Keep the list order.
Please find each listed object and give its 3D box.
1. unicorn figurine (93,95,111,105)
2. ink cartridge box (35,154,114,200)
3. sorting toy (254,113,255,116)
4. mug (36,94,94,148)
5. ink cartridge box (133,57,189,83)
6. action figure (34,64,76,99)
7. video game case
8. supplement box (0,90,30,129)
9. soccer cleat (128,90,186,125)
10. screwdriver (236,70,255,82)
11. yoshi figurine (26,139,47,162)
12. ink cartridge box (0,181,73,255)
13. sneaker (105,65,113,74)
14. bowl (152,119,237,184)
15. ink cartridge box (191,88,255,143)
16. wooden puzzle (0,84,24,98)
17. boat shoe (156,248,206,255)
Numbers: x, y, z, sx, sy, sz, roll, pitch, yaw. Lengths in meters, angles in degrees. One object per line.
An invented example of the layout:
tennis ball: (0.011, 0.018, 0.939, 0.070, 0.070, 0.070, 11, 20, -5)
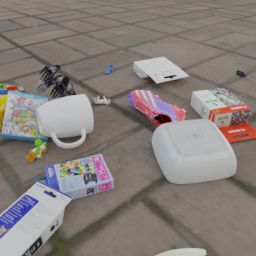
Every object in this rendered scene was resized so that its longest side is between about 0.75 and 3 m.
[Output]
unicorn figurine: (-1.104, -1.224, 12.518, 0.856, 0.316, 0.588, -16, 45, 3)
ink cartridge box: (-1.642, 1.529, 8.400, 2.177, 0.457, 1.299, -14, 37, -16)
sorting toy: (5.632, -0.431, 11.447, 0.940, 0.159, 0.453, 0, 35, -1)
mug: (-2.219, -0.166, 9.983, 1.750, 1.474, 1.996, -12, 61, -24)
ink cartridge box: (1.694, -2.905, 14.779, 2.008, 0.621, 2.476, -15, 44, -22)
action figure: (-2.873, -1.438, 11.364, 1.520, 2.978, 1.770, -40, 85, -9)
video game case: (-3.780, -0.472, 10.519, 1.552, 0.193, 2.169, 8, 49, -23)
supplement box: (-4.644, -0.749, 11.261, 0.890, 0.884, 1.625, 19, 39, 25)
soccer cleat: (0.969, -0.753, 11.288, 2.845, 0.949, 1.088, 28, 45, 30)
screwdriver: (6.265, -2.652, 14.565, 0.243, 0.233, 1.672, -39, 39, -2)
yoshi figurine: (-3.133, 0.695, 9.549, 0.500, 0.498, 0.890, 6, 33, 15)
ink cartridge box: (-2.640, 2.510, 6.896, 1.323, 0.522, 2.661, 18, 40, 25)
sneaker: (-1.050, -3.209, 15.334, 0.267, 0.318, 0.810, 14, 39, 16)
bowl: (2.159, 0.555, 9.247, 2.463, 0.921, 2.467, -6, 38, -9)
ink cartridge box: (3.887, -0.617, 11.184, 1.594, 0.737, 2.926, -9, 35, -12)
wooden puzzle: (-5.966, -1.740, 12.946, 1.579, 0.395, 1.705, 7, 26, 9)
boat shoe: (0.620, 3.232, 5.850, 2.565, 0.934, 0.792, -10, 79, -26)
